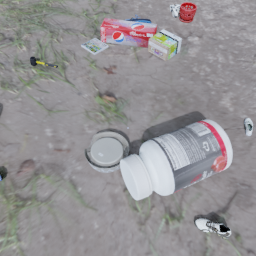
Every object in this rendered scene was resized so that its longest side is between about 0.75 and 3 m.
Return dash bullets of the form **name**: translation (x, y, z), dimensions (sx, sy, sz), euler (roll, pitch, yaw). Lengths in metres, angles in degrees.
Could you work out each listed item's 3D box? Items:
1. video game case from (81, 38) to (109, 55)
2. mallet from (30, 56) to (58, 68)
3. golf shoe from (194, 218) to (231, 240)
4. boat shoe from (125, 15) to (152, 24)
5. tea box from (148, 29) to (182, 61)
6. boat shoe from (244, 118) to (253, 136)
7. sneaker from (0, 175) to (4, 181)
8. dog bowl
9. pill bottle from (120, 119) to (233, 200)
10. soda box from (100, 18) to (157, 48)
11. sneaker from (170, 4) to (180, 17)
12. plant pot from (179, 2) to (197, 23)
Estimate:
- **video game case**: translation (-1.483, -3.661, 12.531), dimensions (0.929, 0.102, 0.847), euler (38, 59, 27)
- **mallet**: translation (-3.496, -2.624, 11.611), dimensions (1.148, 0.378, 0.236), euler (17, 51, -5)
- **golf shoe**: translation (2.154, 2.469, 7.085), dimensions (0.914, 0.432, 0.355), euler (15, 52, 14)
- **boat shoe**: translation (0.222, -4.999, 13.238), dimensions (1.780, 0.749, 0.611), euler (-5, 61, -7)
- **tea box**: translation (1.568, -3.549, 11.996), dimensions (1.024, 0.684, 1.007), euler (36, 61, 25)
- **boat shoe**: translation (4.077, -0.084, 9.373), dimensions (0.280, 0.254, 0.762), euler (7, 50, 6)
- **sneaker**: translation (-3.979, 1.431, 8.092), dimensions (0.805, 0.316, 0.359), euler (8, 60, 15)
- **dog bowl**: translation (-0.639, 0.759, 8.558), dimensions (1.370, 0.402, 1.370), euler (0, 49, 0)
- **pill bottle**: translation (1.270, 0.896, 7.672), dimensions (2.802, 1.551, 1.551), euler (-20, 52, -16)
- **soda box**: translation (0.027, -4.274, 12.607), dimensions (2.451, 0.777, 0.858), euler (10, 50, 8)
- **sneaker**: translation (2.580, -6.052, 14.360), dimensions (0.671, 0.411, 1.031), euler (-12, 40, 1)
- **plant pot**: translation (2.939, -5.666, 13.821), dimensions (0.812, 0.739, 0.812), euler (0, 49, 0)
